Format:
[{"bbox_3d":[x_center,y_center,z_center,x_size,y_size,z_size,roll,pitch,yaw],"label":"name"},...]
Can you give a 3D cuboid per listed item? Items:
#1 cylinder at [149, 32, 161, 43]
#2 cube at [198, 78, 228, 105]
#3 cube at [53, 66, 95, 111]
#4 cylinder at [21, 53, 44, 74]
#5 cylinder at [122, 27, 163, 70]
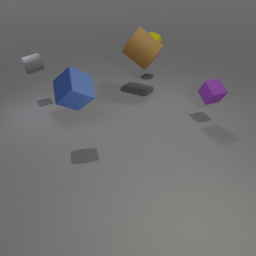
[{"bbox_3d":[1.332,-4.613,14.659,0.700,0.700,0.700,11,14,18],"label":"cylinder"},{"bbox_3d":[3.314,-1.423,10.988,0.700,0.700,0.700,-12,66,-22],"label":"cube"},{"bbox_3d":[-1.329,-0.948,6.873,0.700,0.700,0.700,15,53,-46],"label":"cube"},{"bbox_3d":[-3.949,-2.666,11.631,0.700,0.700,0.700,-24,37,-21],"label":"cylinder"},{"bbox_3d":[0.673,-3.664,12.956,1.400,1.400,1.400,37,33,-6],"label":"cylinder"}]
